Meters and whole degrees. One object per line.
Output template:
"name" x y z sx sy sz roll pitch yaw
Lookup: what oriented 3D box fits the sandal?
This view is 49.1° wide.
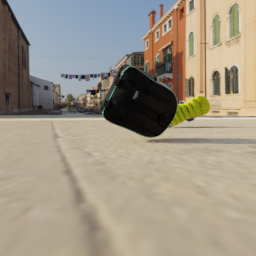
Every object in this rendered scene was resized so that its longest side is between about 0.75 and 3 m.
"sandal" 1.380 -0.374 7.920 1.829 0.727 0.796 -9 -14 -15

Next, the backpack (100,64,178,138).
"backpack" 0.184 -0.368 4.135 1.008 0.886 0.773 26 9 -10
